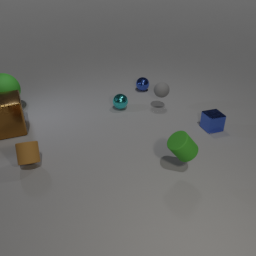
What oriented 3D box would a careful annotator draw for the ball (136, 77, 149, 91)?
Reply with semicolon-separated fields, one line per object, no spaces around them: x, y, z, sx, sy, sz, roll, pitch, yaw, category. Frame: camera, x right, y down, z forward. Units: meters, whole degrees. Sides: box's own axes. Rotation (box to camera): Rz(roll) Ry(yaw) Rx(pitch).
0.758;-2.284;14.534;0.700;0.700;0.700;0;31;0;ball

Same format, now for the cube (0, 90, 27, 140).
-4.810;-0.509;10.893;1.400;1.400;1.400;-12;32;-19;cube

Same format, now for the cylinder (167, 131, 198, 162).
1.636;0.551;8.377;0.700;0.700;0.700;-29;37;24;cylinder

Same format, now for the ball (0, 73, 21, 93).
-5.391;-1.662;12.124;1.400;1.400;1.400;0;31;0;ball

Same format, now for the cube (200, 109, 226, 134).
3.379;-0.275;11.189;0.700;0.700;0.700;-10;32;-16;cube

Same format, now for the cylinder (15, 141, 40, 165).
-3.249;0.809;9.093;0.700;0.700;0.700;-9;-2;0;cylinder

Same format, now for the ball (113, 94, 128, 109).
-0.347;-1.207;12.713;0.700;0.700;0.700;0;31;0;ball

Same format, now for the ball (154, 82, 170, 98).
1.492;-1.697;12.442;0.700;0.700;0.700;0;31;0;ball
